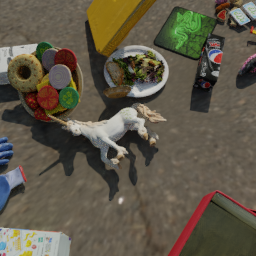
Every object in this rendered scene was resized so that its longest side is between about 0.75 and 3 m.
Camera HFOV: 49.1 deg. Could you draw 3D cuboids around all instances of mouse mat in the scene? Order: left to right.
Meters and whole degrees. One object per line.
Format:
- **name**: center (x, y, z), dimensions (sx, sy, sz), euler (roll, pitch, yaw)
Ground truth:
- **mouse mat**: center (2.078, -3.451, 10.001), dimensions (1.730, 0.081, 2.150), euler (24, 65, 12)

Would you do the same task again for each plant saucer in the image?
- **plant saucer**: center (-0.301, -1.026, 8.199), dimensions (0.843, 0.843, 0.149), euler (-8, 81, -4)

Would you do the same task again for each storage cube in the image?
- **storage cube**: center (1.968, 2.658, 5.526), dimensions (1.976, 2.078, 2.312), euler (31, 80, 16)

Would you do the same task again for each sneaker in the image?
- **sneaker**: center (4.245, -2.043, 9.059), dimensions (1.497, 0.591, 0.714), euler (-34, 79, -15)

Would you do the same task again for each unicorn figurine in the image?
- **unicorn figurine**: center (-0.475, 0.118, 7.768), dimensions (2.772, 1.024, 1.904), euler (-24, 54, -27)

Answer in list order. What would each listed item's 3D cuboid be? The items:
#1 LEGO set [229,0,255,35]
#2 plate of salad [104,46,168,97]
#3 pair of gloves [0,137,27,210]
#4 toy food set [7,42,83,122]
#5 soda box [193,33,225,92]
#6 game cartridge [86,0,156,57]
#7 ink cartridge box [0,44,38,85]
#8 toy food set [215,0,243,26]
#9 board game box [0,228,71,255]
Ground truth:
- **LEGO set**: center (4.886, -3.700, 9.831), dimensions (1.635, 0.537, 2.189), euler (-26, 72, -12)
- **plate of salad**: center (0.265, -1.921, 8.976), dimensions (2.091, 0.502, 2.091), euler (0, 62, 0)
- **pair of gloves**: center (-3.719, 1.263, 7.511), dimensions (1.728, 0.245, 2.149), euler (-31, 66, -13)
- **toy food set**: center (-2.298, -1.294, 8.044), dimensions (2.222, 0.546, 2.245), euler (-21, 88, 17)
- **soda box**: center (2.607, -2.117, 8.970), dimensions (0.591, 0.660, 1.865), euler (17, 65, 2)
- **game cartridge**: center (-0.210, -4.005, 8.841), dimensions (0.470, 2.899, 2.555), euler (15, 46, -38)
- **ink cartridge box**: center (-3.544, -2.043, 8.970), dimensions (1.451, 0.608, 1.053), euler (-8, 63, -4)
- **toy food set**: center (3.705, -4.488, 10.450), dimensions (1.019, 0.253, 1.603), euler (19, 72, 10)
- **board game box**: center (-2.619, 2.900, 6.095), dimensions (2.407, 1.240, 1.262), euler (4, 63, 2)
